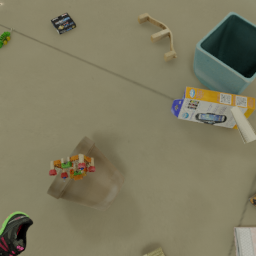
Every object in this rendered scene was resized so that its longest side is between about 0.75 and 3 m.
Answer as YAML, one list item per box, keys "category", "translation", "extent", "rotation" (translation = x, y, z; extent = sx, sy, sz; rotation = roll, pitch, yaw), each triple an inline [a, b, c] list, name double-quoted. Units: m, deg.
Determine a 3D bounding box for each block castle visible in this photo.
- category: "block castle"
  translation: [-1.323, 0.982, 6.696]
  extent: [0.977, 0.653, 0.458]
  rotation: [-15, 67, 19]

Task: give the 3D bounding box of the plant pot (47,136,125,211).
- category: "plant pot"
  translation: [-1.266, 1.712, 9.465]
  extent: [1.958, 2.256, 2.256]
  rotation: [33, 69, -5]

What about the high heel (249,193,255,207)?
- category: "high heel"
  translation: [4.939, 1.971, 9.962]
  extent: [1.256, 0.629, 1.763]
  rotation: [9, 75, -3]

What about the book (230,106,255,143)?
- category: "book"
  translation: [3.487, -0.165, 8.578]
  extent: [0.390, 1.623, 1.084]
  rotation: [-27, 84, 19]

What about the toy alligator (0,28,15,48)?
- category: "toy alligator"
  translation: [-5.657, -4.249, 12.902]
  extent: [0.390, 0.356, 1.314]
  rotation: [19, 67, 8]

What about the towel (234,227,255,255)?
- category: "towel"
  translation: [4.414, 4.183, 9.198]
  extent: [1.697, 0.286, 1.777]
  rotation: [2, 67, 1]

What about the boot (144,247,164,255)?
- category: "boot"
  translation: [0.620, 4.722, 8.763]
  extent: [1.731, 0.630, 1.346]
  rotation: [-26, 69, -12]

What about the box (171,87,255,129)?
- category: "box"
  translation: [3.090, -0.754, 10.628]
  extent: [2.803, 1.669, 0.581]
  rotation: [12, 66, 5]

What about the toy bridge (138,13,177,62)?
- category: "toy bridge"
  translation: [1.506, -4.248, 12.888]
  extent: [0.949, 0.384, 2.823]
  rotation: [-25, 68, -11]

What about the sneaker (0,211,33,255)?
- category: "sneaker"
  translation: [-2.443, 2.442, 5.721]
  extent: [0.611, 0.560, 1.458]
  rotation: [9, 60, 20]

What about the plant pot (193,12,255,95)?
- category: "plant pot"
  translation: [4.008, -2.507, 11.019]
  extent: [2.339, 2.383, 2.333]
  rotation: [40, 73, 16]

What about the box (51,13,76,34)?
- category: "box"
  translation: [-3.067, -4.967, 13.303]
  extent: [0.907, 0.225, 0.900]
  rotation: [-30, 70, -13]
